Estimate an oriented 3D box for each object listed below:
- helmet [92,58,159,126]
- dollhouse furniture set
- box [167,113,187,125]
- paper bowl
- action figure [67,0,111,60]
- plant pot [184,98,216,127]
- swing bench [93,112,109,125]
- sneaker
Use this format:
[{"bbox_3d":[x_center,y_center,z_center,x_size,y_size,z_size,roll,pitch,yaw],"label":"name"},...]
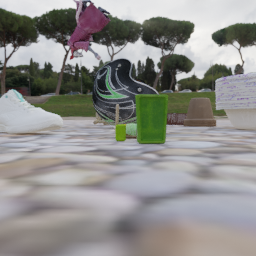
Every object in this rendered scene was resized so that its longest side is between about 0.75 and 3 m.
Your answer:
[{"bbox_3d":[-0.101,-0.929,8.515,1.955,1.864,1.955,-14,-28,-8],"label":"helmet"},{"bbox_3d":[0.176,-0.125,3.856,0.730,0.564,1.461,0,2,-4],"label":"dollhouse furniture set"},{"bbox_3d":[2.266,-0.408,12.704,1.501,0.563,0.752,2,2,17],"label":"box"},{"bbox_3d":[3.677,-0.686,7.293,2.679,1.393,2.679,-2,3,0],"label":"paper bowl"},{"bbox_3d":[-1.580,-3.339,9.797,1.595,2.142,1.435,23,16,-43],"label":"action figure"},{"bbox_3d":[2.642,-0.569,10.285,1.185,1.033,1.185,0,1,0],"label":"plant pot"},{"bbox_3d":[-0.009,-0.845,12.293,2.367,1.544,2.380,0,-3,15],"label":"swing bench"},{"bbox_3d":[-2.103,-0.323,5.426,1.931,0.854,0.726,1,1,27],"label":"sneaker"}]
